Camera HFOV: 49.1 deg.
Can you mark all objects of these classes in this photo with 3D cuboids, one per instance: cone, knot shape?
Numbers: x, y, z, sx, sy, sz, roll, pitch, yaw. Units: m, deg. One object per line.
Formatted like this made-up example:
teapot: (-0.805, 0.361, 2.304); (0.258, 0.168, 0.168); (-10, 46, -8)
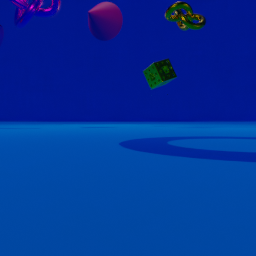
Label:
cone: (-1.042, -3.772, 9.534); (1.348, 1.348, 1.353); (0, 8, 19)
knot shape: (-3.150, -3.916, 8.904); (1.774, 1.660, 0.820); (12, -15, 7)
knot shape: (2.037, -3.785, 9.662); (1.343, 0.663, 1.435); (28, 12, 16)

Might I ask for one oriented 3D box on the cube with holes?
cube with holes: (1.290, -2.185, 11.364); (0.835, 0.835, 0.835); (-23, -2, -31)

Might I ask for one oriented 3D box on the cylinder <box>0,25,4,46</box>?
cylinder: (-4.298, -2.738, 8.103); (0.961, 0.961, 0.961); (24, 0, -4)
